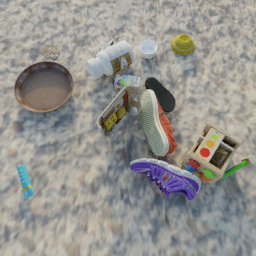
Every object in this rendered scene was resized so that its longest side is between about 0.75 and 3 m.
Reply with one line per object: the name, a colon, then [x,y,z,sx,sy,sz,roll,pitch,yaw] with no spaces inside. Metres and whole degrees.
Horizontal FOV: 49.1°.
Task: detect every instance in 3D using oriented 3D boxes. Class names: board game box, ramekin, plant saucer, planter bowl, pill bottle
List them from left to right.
plant saucer: [-3.288,-1.585,11.103,2.335,0.402,2.335,0,66,0]
pill bottle: [-0.710,-2.689,11.237,1.775,1.015,1.015,-29,70,-12]
board game box: [-0.018,-1.766,11.123,0.959,0.494,0.503,10,67,4]
ramekin: [0.853,-3.320,11.855,0.767,0.374,0.767,0,67,-1]
planter bowl: [2.384,-3.676,11.971,1.077,0.448,1.077,0,66,0]

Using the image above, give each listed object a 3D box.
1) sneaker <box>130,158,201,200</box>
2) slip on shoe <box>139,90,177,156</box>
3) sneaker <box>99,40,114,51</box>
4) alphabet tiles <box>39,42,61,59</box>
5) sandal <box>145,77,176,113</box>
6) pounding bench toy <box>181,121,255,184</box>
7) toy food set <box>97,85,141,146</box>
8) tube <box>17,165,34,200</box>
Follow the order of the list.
sneaker: [1.197,1.713,9.404,2.470,0.996,1.031,19,74,8]
slip on shoe: [1.081,-0.214,10.331,0.836,1.012,2.731,5,55,-35]
sneaker: [-0.969,-3.380,11.870,0.459,0.413,1.063,23,68,13]
alphabet tiles: [-3.309,-3.283,12.028,0.783,0.030,0.655,35,71,14]
sandal: [1.292,-1.270,10.999,0.701,0.446,1.864,-23,56,-9]
pounding bench toy: [3.080,1.134,9.453,2.058,1.279,1.605,32,71,13]
toy food set: [-0.253,-0.402,9.753,0.600,1.425,1.985,32,72,19]
tube: [-3.490,1.819,9.524,0.442,0.288,1.143,-35,70,28]
